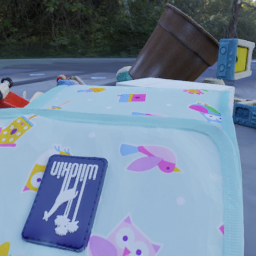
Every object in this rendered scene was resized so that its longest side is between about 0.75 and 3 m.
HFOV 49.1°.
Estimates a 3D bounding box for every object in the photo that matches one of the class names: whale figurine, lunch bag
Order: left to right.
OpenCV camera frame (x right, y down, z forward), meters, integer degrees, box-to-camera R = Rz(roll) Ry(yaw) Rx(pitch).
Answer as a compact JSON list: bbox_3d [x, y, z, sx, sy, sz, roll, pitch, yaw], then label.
[{"bbox_3d":[-0.167,0.569,2.785,2.392,1.712,2.808,5,24,17],"label":"lunch bag"},{"bbox_3d":[0.299,-2.381,14.213,1.895,0.983,1.508,14,-24,-42],"label":"whale figurine"}]

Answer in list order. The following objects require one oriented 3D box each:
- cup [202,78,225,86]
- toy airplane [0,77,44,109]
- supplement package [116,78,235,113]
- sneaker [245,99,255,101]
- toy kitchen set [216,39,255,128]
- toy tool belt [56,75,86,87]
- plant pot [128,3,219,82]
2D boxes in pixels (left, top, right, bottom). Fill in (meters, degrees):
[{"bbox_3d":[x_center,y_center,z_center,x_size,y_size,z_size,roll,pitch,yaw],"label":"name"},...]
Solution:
[{"bbox_3d":[3.199,-1.391,10.626,1.283,0.918,1.283,0,17,0],"label":"cup"},{"bbox_3d":[-2.493,-0.233,6.687,1.764,1.245,1.757,-7,54,-50],"label":"toy airplane"},{"bbox_3d":[0.982,-0.329,6.313,2.293,1.345,1.341,16,23,42],"label":"supplement package"},{"bbox_3d":[4.236,-0.715,9.029,1.499,0.534,0.843,10,22,6],"label":"sneaker"},{"bbox_3d":[3.429,-1.099,7.196,1.698,2.309,2.883,-10,19,-34],"label":"toy kitchen set"},{"bbox_3d":[-2.208,-1.427,10.374,1.662,1.038,1.022,31,34,16],"label":"toy tool belt"},{"bbox_3d":[1.580,-2.399,9.944,2.679,2.652,2.679,35,18,-13],"label":"plant pot"}]
